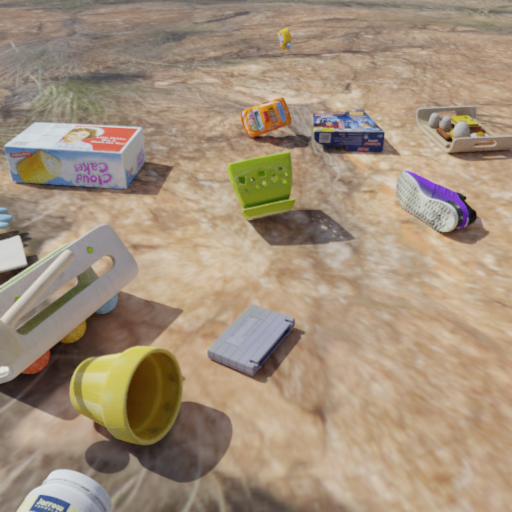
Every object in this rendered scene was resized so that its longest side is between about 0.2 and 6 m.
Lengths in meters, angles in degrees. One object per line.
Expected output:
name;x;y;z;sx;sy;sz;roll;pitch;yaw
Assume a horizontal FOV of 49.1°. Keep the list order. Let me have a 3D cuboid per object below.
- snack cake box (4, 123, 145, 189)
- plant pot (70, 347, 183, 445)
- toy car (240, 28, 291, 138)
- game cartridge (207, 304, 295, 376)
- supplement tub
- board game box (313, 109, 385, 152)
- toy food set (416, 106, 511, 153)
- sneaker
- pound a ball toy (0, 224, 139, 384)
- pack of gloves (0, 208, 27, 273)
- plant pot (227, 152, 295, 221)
snack cake box;-4.103;-2.351;12.953;2.710;0.910;1.558;4;32;6
plant pot;-1.656;1.662;6.906;1.069;1.136;1.136;1;31;28
toy car;0.258;-4.448;14.385;1.353;2.758;0.918;-2;11;-2
game cartridge;-0.064;1.211;8.261;0.810;0.240;1.249;12;35;30
supplement tub;-1.992;2.780;5.346;0.871;0.871;1.201;9;35;13
board game box;2.377;-3.345;14.760;1.779;0.549;1.778;2;33;4
toy food set;5.491;-3.433;14.718;1.742;0.733;2.427;-4;34;-7
sneaker;3.691;-1.122;11.431;0.985;0.689;1.980;-8;38;-23
pound a ball toy;-2.799;0.733;7.776;1.936;1.261;2.969;-20;18;39
pack of gloves;-5.460;0.021;10.042;2.422;0.478;2.034;-19;48;-19
plant pot;0.136;-1.304;10.868;1.194;1.089;1.200;-13;2;-3
